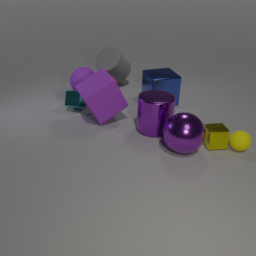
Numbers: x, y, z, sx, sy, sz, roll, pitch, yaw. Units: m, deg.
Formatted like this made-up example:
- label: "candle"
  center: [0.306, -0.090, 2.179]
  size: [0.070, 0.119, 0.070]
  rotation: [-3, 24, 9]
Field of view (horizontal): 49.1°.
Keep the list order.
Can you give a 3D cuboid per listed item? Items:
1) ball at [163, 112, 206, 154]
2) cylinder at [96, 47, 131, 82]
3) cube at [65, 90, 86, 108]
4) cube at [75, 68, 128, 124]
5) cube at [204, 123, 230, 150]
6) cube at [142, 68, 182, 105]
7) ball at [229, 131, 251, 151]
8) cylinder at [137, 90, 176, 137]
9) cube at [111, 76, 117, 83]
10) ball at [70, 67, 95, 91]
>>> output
- label: "ball"
  center: [1.894, 0.169, 9.443]
  size: [1.400, 1.400, 1.400]
  rotation: [0, 29, 0]
- label: "cylinder"
  center: [-0.750, -3.324, 14.779]
  size: [1.400, 1.400, 1.400]
  rotation: [19, -7, 30]
- label: "cube"
  center: [-2.329, -1.293, 12.500]
  size: [0.700, 0.700, 0.700]
  rotation: [7, 5, 17]
- label: "cube"
  center: [-1.070, -1.302, 11.384]
  size: [1.400, 1.400, 1.400]
  rotation: [-34, 38, -4]
- label: "cube"
  center: [3.095, 0.289, 9.891]
  size: [0.700, 0.700, 0.700]
  rotation: [-4, 26, -3]
- label: "cube"
  center: [1.536, -1.918, 13.214]
  size: [1.400, 1.400, 1.400]
  rotation: [-8, 32, -15]
- label: "ball"
  center: [3.867, 0.440, 9.657]
  size: [0.700, 0.700, 0.700]
  rotation: [0, 29, 0]
- label: "cylinder"
  center: [1.060, -0.581, 10.772]
  size: [1.400, 1.400, 1.400]
  rotation: [2, 28, -1]
- label: "cube"
  center: [-0.984, -1.951, 12.920]
  size: [0.700, 0.700, 0.700]
  rotation: [-19, -25, 28]
- label: "ball"
  center: [-2.183, -2.337, 13.978]
  size: [1.400, 1.400, 1.400]
  rotation: [0, 29, 0]
